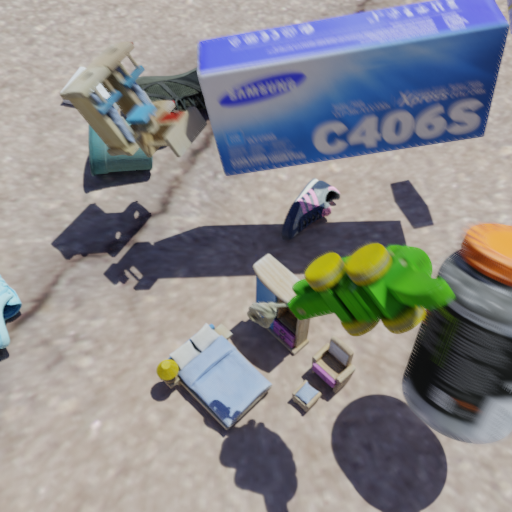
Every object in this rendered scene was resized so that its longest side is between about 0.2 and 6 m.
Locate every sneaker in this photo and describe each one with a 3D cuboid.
[{"bbox_3d":[1.061,-0.859,10.744,0.661,0.566,1.612,23,58,19],"label":"sneaker"},{"bbox_3d":[-4.531,0.701,9.601,0.946,0.853,2.308,9,47,-27],"label":"sneaker"},{"bbox_3d":[-1.528,-3.306,12.260,2.748,1.051,1.574,-8,56,-3],"label":"sneaker"}]

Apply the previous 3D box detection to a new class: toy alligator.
[{"bbox_3d":[0.958,0.322,6.158,0.859,2.897,0.786,51,57,-17],"label":"toy alligator"}]

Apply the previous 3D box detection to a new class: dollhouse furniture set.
[{"bbox_3d":[-0.050,1.564,8.402,2.325,1.517,2.195,-37,62,-23],"label":"dollhouse furniture set"},{"bbox_3d":[-1.747,-2.450,8.675,1.838,1.296,1.288,10,57,42],"label":"dollhouse furniture set"}]

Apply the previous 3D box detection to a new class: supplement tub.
[{"bbox_3d":[2.705,0.909,6.633,1.447,2.362,1.447,6,30,-4],"label":"supplement tub"}]

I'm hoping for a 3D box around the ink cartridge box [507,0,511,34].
[{"bbox_3d":[4.267,-4.028,8.567,0.437,0.753,1.040,-5,88,-17],"label":"ink cartridge box"}]

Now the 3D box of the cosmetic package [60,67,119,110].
[{"bbox_3d":[-3.704,-3.873,13.065,1.337,0.346,1.008,14,54,10],"label":"cosmetic package"}]

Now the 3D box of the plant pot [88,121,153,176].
[{"bbox_3d":[-2.732,-2.245,11.440,1.222,1.248,1.248,-1,54,-11],"label":"plant pot"}]

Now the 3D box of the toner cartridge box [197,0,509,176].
[{"bbox_3d":[1.376,-2.492,8.476,4.204,1.997,0.908,-8,51,5],"label":"toner cartridge box"}]
